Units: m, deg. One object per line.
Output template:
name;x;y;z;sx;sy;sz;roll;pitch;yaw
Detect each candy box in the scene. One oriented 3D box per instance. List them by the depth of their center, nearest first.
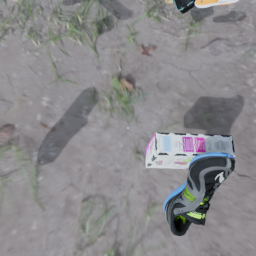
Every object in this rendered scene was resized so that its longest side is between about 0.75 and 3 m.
candy box;1.010;0.418;4.813;1.303;0.889;0.398;2;68;-8

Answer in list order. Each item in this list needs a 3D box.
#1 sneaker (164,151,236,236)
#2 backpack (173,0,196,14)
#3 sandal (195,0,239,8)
sneaker;1.001;0.951;3.883;0.582;1.641;0.680;13;39;-14
backpack;1.687;-3.913;8.198;0.677;0.777;0.884;-19;80;-59
sandal;2.234;-3.263;6.875;1.191;0.341;0.456;-7;66;20
